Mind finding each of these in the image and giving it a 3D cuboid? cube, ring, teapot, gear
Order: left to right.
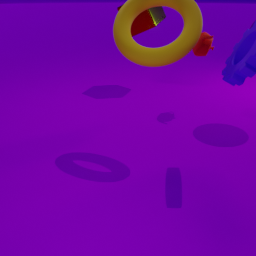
[{"bbox_3d":[0.521,-4.223,10.270,1.147,1.147,1.147,-11,29,37],"label":"cube"},{"bbox_3d":[0.571,-2.031,5.585,1.780,1.780,0.356,7,-16,14],"label":"ring"},{"bbox_3d":[2.248,-2.438,8.207,0.562,0.713,1.147,24,-11,11],"label":"teapot"},{"bbox_3d":[2.185,-1.375,5.041,0.237,1.280,1.280,28,27,-5],"label":"gear"}]

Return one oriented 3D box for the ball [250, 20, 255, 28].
[{"bbox_3d":[3.768,-2.280,7.112,1.397,1.397,1.397,0,27,0],"label":"ball"}]
